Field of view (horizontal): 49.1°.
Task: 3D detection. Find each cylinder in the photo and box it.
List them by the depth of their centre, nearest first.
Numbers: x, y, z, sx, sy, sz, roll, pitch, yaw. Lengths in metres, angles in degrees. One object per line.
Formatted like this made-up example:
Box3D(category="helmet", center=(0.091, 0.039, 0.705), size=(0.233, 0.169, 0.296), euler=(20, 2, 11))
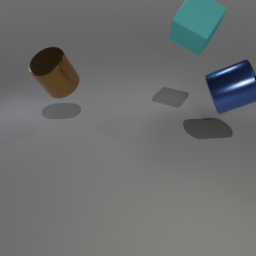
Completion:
Box3D(category="cylinder", center=(3.437, -1.337, 9.213), size=(1.400, 1.400, 1.400), euler=(-20, 25, 20))
Box3D(category="cylinder", center=(-2.748, -2.068, 10.581), size=(1.400, 1.400, 1.400), euler=(-9, 58, 14))

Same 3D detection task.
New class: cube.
Box3D(category="cube", center=(2.526, -3.833, 10.373), size=(1.400, 1.400, 1.400), euler=(32, -7, 8))
